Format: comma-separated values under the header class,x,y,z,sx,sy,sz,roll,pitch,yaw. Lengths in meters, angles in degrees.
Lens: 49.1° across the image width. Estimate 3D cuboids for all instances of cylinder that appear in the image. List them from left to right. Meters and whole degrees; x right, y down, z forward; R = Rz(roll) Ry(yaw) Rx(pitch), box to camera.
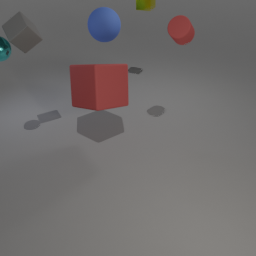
class,x,y,z,sx,sy,sz,roll,pitch,yaw
cylinder,1.635,-2.985,8.586,0.700,0.700,0.700,16,5,23

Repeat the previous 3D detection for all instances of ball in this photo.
class,x,y,z,sx,sy,sz,roll,pitch,yaw
ball,-3.643,-2.217,7.853,0.700,0.700,0.700,0,33,0
ball,-1.007,-4.360,11.852,1.400,1.400,1.400,0,33,0

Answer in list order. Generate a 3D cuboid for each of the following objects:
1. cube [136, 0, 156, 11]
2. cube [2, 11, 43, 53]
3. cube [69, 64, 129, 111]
class,x,y,z,sx,sy,sz,roll,pitch,yaw
cube,0.792,-5.674,12.460,0.700,0.700,0.700,12,38,21
cube,-3.059,-2.761,8.131,0.700,0.700,0.700,-35,66,8
cube,-0.952,-1.412,9.350,1.400,1.400,1.400,-14,18,-43
